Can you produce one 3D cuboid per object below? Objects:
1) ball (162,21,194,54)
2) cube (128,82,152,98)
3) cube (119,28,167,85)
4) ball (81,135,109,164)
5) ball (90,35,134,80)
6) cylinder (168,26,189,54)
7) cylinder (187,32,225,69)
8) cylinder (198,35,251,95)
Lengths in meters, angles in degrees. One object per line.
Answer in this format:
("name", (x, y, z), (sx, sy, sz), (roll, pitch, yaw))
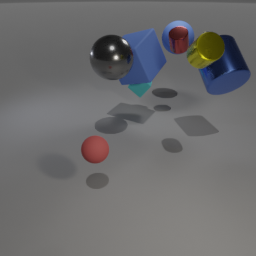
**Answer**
("ball", (2.185, -3.945, 12.253), (1.400, 1.400, 1.400), (0, 28, 0))
("cube", (0.517, -1.848, 11.869), (0.700, 0.700, 0.700), (39, 26, -11))
("cube", (0.329, -2.573, 10.265), (1.400, 1.400, 1.400), (3, 44, 40))
("ball", (-0.821, 0.537, 7.000), (0.700, 0.700, 0.700), (0, 28, 0))
("ball", (-0.507, -2.208, 8.828), (1.400, 1.400, 1.400), (0, 28, 0))
("cylinder", (1.851, -3.191, 10.179), (0.700, 0.700, 0.700), (-6, 59, 10))
("cylinder", (1.864, -1.869, 6.793), (0.700, 0.700, 0.700), (-4, -3, -7))
("cylinder", (3.019, -2.014, 9.079), (1.400, 1.400, 1.400), (-8, 66, -14))
